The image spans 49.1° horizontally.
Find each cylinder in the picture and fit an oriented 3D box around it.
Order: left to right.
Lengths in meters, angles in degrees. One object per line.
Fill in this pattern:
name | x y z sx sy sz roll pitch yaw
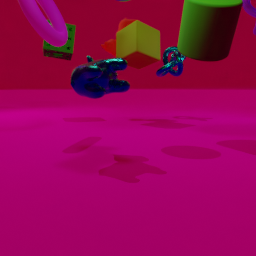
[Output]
cylinder | 1.882 -2.400 6.590 1.262 1.262 1.262 2 38 -1

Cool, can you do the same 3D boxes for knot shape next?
knot shape | 1.901 -2.859 11.890 0.733 1.484 1.586 30 -23 -26
knot shape | 4.456 -3.859 9.223 0.769 1.557 1.664 -10 38 -14

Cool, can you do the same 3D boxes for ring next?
ring | -2.138 -2.922 7.109 0.361 1.803 1.803 -24 3 14

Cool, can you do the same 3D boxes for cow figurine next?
cow figurine | -0.582 -0.915 5.018 1.315 0.733 1.336 9 23 41
cow figurine | -0.302 -3.724 11.457 1.534 1.559 0.856 5 4 3

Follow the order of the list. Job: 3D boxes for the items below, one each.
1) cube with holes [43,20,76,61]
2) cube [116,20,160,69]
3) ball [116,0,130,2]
cube with holes | -2.879 -3.623 11.697 1.165 1.165 1.165 6 -2 -16
cube | 0.362 -2.937 10.078 1.148 1.148 1.148 9 -14 -40
ball | -0.129 -3.532 6.497 1.097 1.097 1.097 0 9 0
